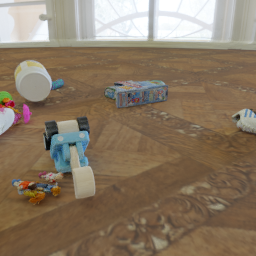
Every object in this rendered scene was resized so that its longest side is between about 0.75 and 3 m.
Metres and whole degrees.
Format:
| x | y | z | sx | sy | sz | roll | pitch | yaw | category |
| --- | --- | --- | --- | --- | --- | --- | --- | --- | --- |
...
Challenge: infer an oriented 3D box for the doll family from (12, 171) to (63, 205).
| x | y | z | sx | sy | sz | roll | pitch | yaw | category |
| --- | --- | --- | --- | --- | --- | --- | --- | --- | --- |
| -2.166 | 1.521 | 7.042 | 0.836 | 0.607 | 1.348 | 4 | 8 | 32 | doll family |

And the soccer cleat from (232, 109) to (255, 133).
| x | y | z | sx | sy | sz | roll | pitch | yaw | category |
| --- | --- | --- | --- | --- | --- | --- | --- | --- | --- |
| 4.791 | -0.066 | 10.691 | 0.958 | 0.775 | 2.218 | -21 | 24 | -1 | soccer cleat |

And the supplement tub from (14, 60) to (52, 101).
| x | y | z | sx | sy | sz | roll | pitch | yaw | category |
| --- | --- | --- | --- | --- | --- | --- | --- | --- | --- |
| -4.706 | -2.338 | 13.870 | 1.657 | 1.657 | 2.279 | -9 | 28 | -20 | supplement tub |

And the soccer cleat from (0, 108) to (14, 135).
| x | y | z | sx | sy | sz | roll | pitch | yaw | category |
| --- | --- | --- | --- | --- | --- | --- | --- | --- | --- |
| -4.876 | 0.208 | 9.690 | 1.264 | 1.022 | 2.927 | 18 | 33 | 22 | soccer cleat |

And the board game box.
| x | y | z | sx | sy | sz | roll | pitch | yaw | category |
| --- | --- | --- | --- | --- | --- | --- | --- | --- | --- |
| 0.107 | -1.885 | 14.645 | 2.813 | 0.868 | 2.815 | -17 | 28 | -37 | board game box |

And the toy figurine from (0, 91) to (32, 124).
| x | y | z | sx | sy | sz | roll | pitch | yaw | category |
| --- | --- | --- | --- | --- | --- | --- | --- | --- | --- |
| -4.834 | -0.600 | 11.569 | 1.528 | 1.246 | 1.660 | 19 | 46 | 18 | toy figurine |

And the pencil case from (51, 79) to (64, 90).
| x | y | z | sx | sy | sz | roll | pitch | yaw | category |
| --- | --- | --- | --- | --- | --- | --- | --- | --- | --- |
| -4.404 | -2.665 | 16.982 | 0.526 | 0.485 | 1.139 | 44 | 33 | 6 | pencil case |

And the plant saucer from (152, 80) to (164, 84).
| x | y | z | sx | sy | sz | roll | pitch | yaw | category |
| --- | --- | --- | --- | --- | --- | --- | --- | --- | --- |
| 1.785 | -2.864 | 17.826 | 1.198 | 0.231 | 1.198 | -1 | 23 | 0 | plant saucer |

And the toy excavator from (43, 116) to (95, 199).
| x | y | z | sx | sy | sz | roll | pitch | yaw | category |
| --- | --- | --- | --- | --- | --- | --- | --- | --- | --- |
| -1.505 | 0.848 | 7.772 | 1.231 | 2.397 | 2.465 | -9 | 69 | -22 | toy excavator |
